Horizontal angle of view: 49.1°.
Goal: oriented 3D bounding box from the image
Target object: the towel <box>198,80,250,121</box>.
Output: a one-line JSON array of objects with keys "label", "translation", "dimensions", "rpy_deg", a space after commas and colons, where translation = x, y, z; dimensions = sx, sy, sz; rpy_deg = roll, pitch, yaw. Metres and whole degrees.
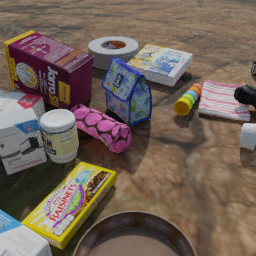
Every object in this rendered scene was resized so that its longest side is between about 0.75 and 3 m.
[{"label": "towel", "translation": [3.715, -1.143, 10.778], "dimensions": [1.796, 0.367, 2.455], "rpy_deg": [10, 38, 14]}]

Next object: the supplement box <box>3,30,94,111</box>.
[{"label": "supplement box", "translation": [-2.891, -2.084, 10.408], "dimensions": [2.926, 1.916, 1.510], "rpy_deg": [25, 44, 15]}]

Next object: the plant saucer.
[{"label": "plant saucer", "translation": [0.137, 2.747, 5.459], "dimensions": [2.454, 0.423, 2.454], "rpy_deg": [0, 36, 0]}]

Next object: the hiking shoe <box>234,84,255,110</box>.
[{"label": "hiking shoe", "translation": [4.940, -0.967, 9.969], "dimensions": [1.085, 0.816, 2.155], "rpy_deg": [-31, 60, -31]}]

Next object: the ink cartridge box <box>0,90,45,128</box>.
[{"label": "ink cartridge box", "translation": [-4.259, -0.347, 9.077], "dimensions": [2.542, 1.088, 1.876], "rpy_deg": [8, 37, 15]}]

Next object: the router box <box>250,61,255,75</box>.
[{"label": "router box", "translation": [7.097, -2.653, 12.601], "dimensions": [2.407, 0.615, 1.795], "rpy_deg": [-18, 40, -23]}]

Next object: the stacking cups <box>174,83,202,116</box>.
[{"label": "stacking cups", "translation": [2.343, -1.204, 10.659], "dimensions": [0.601, 0.601, 1.985], "rpy_deg": [17, 39, 21]}]

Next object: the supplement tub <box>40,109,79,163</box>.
[{"label": "supplement tub", "translation": [-1.943, 0.249, 8.055], "dimensions": [0.972, 1.340, 0.972], "rpy_deg": [0, 36, 0]}]

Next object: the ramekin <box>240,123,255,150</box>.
[{"label": "ramekin", "translation": [3.680, 0.246, 8.543], "dimensions": [0.401, 0.822, 0.822], "rpy_deg": [10, 37, 27]}]

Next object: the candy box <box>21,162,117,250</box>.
[{"label": "candy box", "translation": [-1.339, 1.738, 6.841], "dimensions": [1.183, 0.306, 2.313], "rpy_deg": [10, 36, 27]}]

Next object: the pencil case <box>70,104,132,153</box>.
[{"label": "pencil case", "translation": [-0.969, -0.012, 8.781], "dimensions": [2.177, 0.988, 1.020], "rpy_deg": [24, 47, 32]}]

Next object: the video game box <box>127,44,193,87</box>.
[{"label": "video game box", "translation": [1.444, -2.947, 12.818], "dimensions": [2.393, 0.560, 2.180], "rpy_deg": [20, 47, 24]}]

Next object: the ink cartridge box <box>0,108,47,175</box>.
[{"label": "ink cartridge box", "translation": [-2.979, 0.373, 7.697], "dimensions": [1.144, 1.576, 0.660], "rpy_deg": [-19, 43, -24]}]

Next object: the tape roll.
[{"label": "tape roll", "translation": [-0.708, -3.762, 13.942], "dimensions": [2.495, 0.824, 2.495], "rpy_deg": [0, 37, 0]}]

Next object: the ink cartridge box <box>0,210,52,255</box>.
[{"label": "ink cartridge box", "translation": [-2.619, 2.728, 5.108], "dimensions": [1.459, 0.842, 2.011], "rpy_deg": [20, 41, 25]}]

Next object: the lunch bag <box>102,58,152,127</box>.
[{"label": "lunch bag", "translation": [-0.030, -1.278, 9.644], "dimensions": [1.222, 1.918, 1.630], "rpy_deg": [-23, 43, -28]}]
